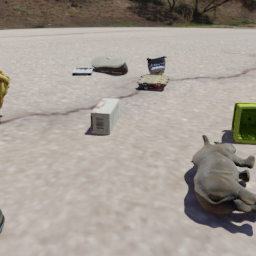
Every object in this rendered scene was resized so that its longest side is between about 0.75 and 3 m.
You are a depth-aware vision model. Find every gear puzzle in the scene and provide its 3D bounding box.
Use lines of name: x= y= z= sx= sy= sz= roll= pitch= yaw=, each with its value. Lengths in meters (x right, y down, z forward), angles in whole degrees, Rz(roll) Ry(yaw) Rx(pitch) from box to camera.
gear puzzle: x=1.252 y=-2.191 z=13.011 sx=1.329 sy=0.336 sz=2.566 roll=3 pitch=21 yaw=13

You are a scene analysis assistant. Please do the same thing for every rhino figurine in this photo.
rhino figurine: x=1.887 y=0.789 z=5.639 sx=1.163 sy=0.795 sz=2.659 roll=5 pitch=23 yaw=10

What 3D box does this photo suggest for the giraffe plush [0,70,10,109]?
giraffe plush: x=-4.402 y=-1.112 z=8.189 sx=1.795 sy=2.213 sz=1.910 roll=-2 pitch=30 yaw=-23

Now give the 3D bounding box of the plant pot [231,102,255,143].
plant pot: x=3.388 y=-0.199 z=7.650 sx=1.013 sy=1.018 sz=0.924 roll=3 pitch=17 yaw=7

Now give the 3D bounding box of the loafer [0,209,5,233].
loafer: x=-2.520 y=1.646 z=3.871 sx=0.718 sy=0.628 sz=1.998 roll=8 pitch=25 yaw=18

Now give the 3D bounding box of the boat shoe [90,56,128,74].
boat shoe: x=-1.057 y=-3.357 z=15.284 sx=2.636 sy=0.751 sz=0.881 roll=18 pitch=64 yaw=42

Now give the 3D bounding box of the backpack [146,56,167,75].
backpack: x=1.470 y=-3.099 z=14.247 sx=1.037 sy=0.799 sz=0.988 roll=-6 pitch=-15 yaw=3

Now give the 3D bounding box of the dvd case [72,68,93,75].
dvd case: x=-2.411 y=-3.039 z=15.037 sx=0.997 sy=0.164 sz=1.327 roll=-1 pitch=24 yaw=-2

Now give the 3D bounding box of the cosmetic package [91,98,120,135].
cosmetic package: x=-0.658 y=-0.379 z=8.406 sx=0.574 sy=0.680 sz=1.315 roll=5 pitch=23 yaw=10
